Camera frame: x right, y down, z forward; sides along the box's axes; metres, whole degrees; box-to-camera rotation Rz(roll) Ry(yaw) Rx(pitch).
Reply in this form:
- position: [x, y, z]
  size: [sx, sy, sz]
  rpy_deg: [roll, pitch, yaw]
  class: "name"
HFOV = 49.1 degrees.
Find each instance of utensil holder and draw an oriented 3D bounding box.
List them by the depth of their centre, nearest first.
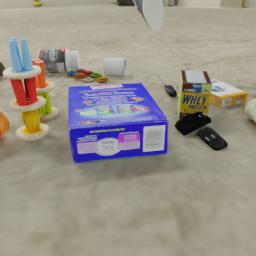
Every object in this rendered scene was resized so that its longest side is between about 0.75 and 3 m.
- position: [-0.559, -2.685, 12.246]
  size: [0.923, 0.784, 0.784]
  rpy_deg: [3, 28, 9]
  class: "utensil holder"

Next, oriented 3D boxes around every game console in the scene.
- position: [1.992, 0.104, 7.538]
  size: [0.904, 0.185, 1.533]
  rpy_deg: [-25, 42, -11]
  class: "game console"

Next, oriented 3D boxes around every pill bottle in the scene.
- position: [-3.119, -3.059, 12.684]
  size: [1.753, 0.998, 0.998]
  rpy_deg: [-3, 28, -5]
  class: "pill bottle"

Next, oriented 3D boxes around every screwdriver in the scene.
- position: [1.427, -1.681, 10.951]
  size: [0.312, 0.325, 2.237]
  rpy_deg: [-5, 25, -10]
  class: "screwdriver"

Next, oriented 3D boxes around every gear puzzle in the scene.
- position: [-1.691, -2.240, 11.939]
  size: [2.035, 0.266, 1.054]
  rpy_deg: [21, 35, 34]
  class: "gear puzzle"

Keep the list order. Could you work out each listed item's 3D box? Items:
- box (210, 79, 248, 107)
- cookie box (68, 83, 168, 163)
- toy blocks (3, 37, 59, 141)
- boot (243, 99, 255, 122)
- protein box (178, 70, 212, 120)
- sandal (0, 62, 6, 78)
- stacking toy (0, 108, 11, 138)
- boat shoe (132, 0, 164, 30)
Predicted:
- position: [3.156, -1.331, 10.145]
  size: [1.154, 0.402, 1.938]
  rpy_deg: [-12, 28, -22]
  class: "box"
- position: [-0.396, -0.298, 7.518]
  size: [2.306, 1.013, 2.696]
  rpy_deg: [-5, 29, -9]
  class: "cookie box"
- position: [-2.623, -1.258, 7.694]
  size: [0.927, 2.553, 2.128]
  rpy_deg: [0, 29, -1]
  class: "toy blocks"
- position: [4.513, -0.291, 7.795]
  size: [2.117, 0.763, 1.637]
  rpy_deg: [-3, 27, 6]
  class: "boot"
- position: [2.004, -0.993, 8.590]
  size: [0.837, 1.231, 1.240]
  rpy_deg: [4, 28, 7]
  class: "protein box"
- position: [-6.184, -1.960, 11.013]
  size: [0.985, 1.098, 2.994]
  rpy_deg: [-19, 14, 24]
  class: "sandal"
- position: [-3.619, 0.274, 6.770]
  size: [1.165, 1.165, 1.595]
  rpy_deg: [0, 46, 0]
  class: "stacking toy"
- position: [0.552, -4.592, 9.811]
  size: [0.872, 2.395, 0.740]
  rpy_deg: [-40, 34, -15]
  class: "boat shoe"
